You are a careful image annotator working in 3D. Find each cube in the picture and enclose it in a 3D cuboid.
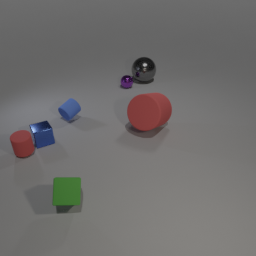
[{"bbox_3d":[-1.638,1.688,7.539,0.700,0.700,0.700,2,-9,-11],"label":"cube"},{"bbox_3d":[-3.260,0.234,10.641,0.700,0.700,0.700,-17,35,-24],"label":"cube"}]

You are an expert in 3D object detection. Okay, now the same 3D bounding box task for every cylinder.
[{"bbox_3d":[-3.728,0.547,9.887,0.700,0.700,0.700,1,38,0],"label":"cylinder"},{"bbox_3d":[-2.492,-0.794,11.957,0.700,0.700,0.700,23,55,33],"label":"cylinder"},{"bbox_3d":[0.877,-0.677,11.110,1.400,1.400,1.400,15,15,23],"label":"cylinder"}]

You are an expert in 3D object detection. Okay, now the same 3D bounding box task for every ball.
[{"bbox_3d":[-0.061,-2.521,15.196,0.700,0.700,0.700,0,31,0],"label":"ball"},{"bbox_3d":[0.891,-3.288,15.786,1.400,1.400,1.400,0,31,0],"label":"ball"}]
